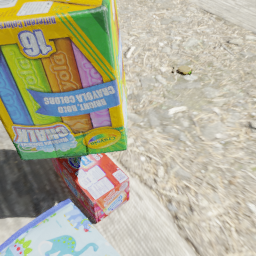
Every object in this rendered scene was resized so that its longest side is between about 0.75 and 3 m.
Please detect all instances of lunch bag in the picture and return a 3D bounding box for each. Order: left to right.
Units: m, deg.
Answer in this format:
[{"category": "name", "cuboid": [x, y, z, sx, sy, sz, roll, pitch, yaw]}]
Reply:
[{"category": "lunch bag", "cuboid": [-1.329, 2.853, 4.351, 2.227, 1.669, 2.619, 35, 44, 30]}]

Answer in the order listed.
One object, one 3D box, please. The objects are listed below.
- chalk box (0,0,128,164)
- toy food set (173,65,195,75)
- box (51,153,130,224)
[{"category": "chalk box", "cuboid": [-0.947, -0.697, 4.593, 1.819, 2.934, 1.831, -6, 43, 3]}, {"category": "toy food set", "cuboid": [2.146, -2.200, 10.651, 0.820, 0.165, 0.566, 5, 37, 13]}, {"category": "box", "cuboid": [-0.936, 1.091, 6.660, 0.989, 0.947, 1.984, -30, 52, -27]}]
